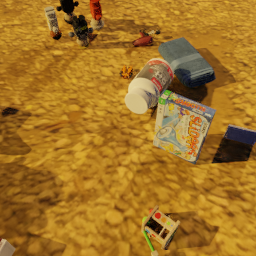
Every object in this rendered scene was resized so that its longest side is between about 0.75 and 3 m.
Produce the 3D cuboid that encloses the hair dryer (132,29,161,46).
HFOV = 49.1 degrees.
[{"bbox_3d":[0.740,-4.173,13.035,1.103,0.394,1.449,20,48,37],"label":"hair dryer"}]

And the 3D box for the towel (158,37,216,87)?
[{"bbox_3d":[2.365,-2.703,11.594,1.446,0.629,2.591,-17,54,-13],"label":"towel"}]

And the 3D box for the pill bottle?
[{"bbox_3d":[0.753,-1.499,10.146,1.201,1.201,2.170,21,50,16],"label":"pill bottle"}]

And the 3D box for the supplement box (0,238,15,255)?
[{"bbox_3d":[-4.217,3.107,6.846,2.393,0.729,1.302,12,52,11],"label":"supplement box"}]

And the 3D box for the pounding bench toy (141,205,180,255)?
[{"bbox_3d":[0.683,2.685,7.233,0.822,0.655,1.054,32,58,23],"label":"pounding bench toy"}]

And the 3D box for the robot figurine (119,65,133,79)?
[{"bbox_3d":[-0.050,-2.284,11.507,0.566,0.227,0.781,7,51,6],"label":"robot figurine"}]

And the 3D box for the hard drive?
[{"bbox_3d":[3.728,0.226,9.209,0.994,0.656,0.126,15,56,12],"label":"hard drive"}]

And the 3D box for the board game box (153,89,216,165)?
[{"bbox_3d":[1.576,0.039,8.329,1.532,2.264,0.390,25,55,19],"label":"board game box"}]

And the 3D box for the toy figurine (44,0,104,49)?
[{"bbox_3d":[-2.433,-4.932,12.852,2.363,1.644,2.327,17,59,11],"label":"toy figurine"}]
